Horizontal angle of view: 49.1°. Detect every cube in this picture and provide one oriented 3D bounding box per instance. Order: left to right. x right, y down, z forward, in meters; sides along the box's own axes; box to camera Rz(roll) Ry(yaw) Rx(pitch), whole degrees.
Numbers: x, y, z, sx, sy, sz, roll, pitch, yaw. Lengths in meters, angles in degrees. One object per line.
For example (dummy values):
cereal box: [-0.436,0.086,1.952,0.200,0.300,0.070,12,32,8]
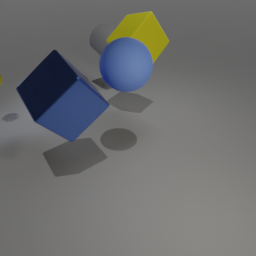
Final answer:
cube: [-1.608,-0.770,6.987,1.400,1.400,1.400,-44,54,4]
cube: [0.368,-3.204,10.323,1.400,1.400,1.400,19,68,49]

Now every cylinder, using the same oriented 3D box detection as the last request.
cylinder: [-0.875,-3.992,13.268,1.400,1.400,1.400,-24,57,-34]

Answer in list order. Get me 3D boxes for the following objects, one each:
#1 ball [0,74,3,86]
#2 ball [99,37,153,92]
ball: [-4.888,-1.745,10.058,0.700,0.700,0.700,0,31,0]
ball: [-0.049,-1.647,7.346,1.400,1.400,1.400,0,31,0]
